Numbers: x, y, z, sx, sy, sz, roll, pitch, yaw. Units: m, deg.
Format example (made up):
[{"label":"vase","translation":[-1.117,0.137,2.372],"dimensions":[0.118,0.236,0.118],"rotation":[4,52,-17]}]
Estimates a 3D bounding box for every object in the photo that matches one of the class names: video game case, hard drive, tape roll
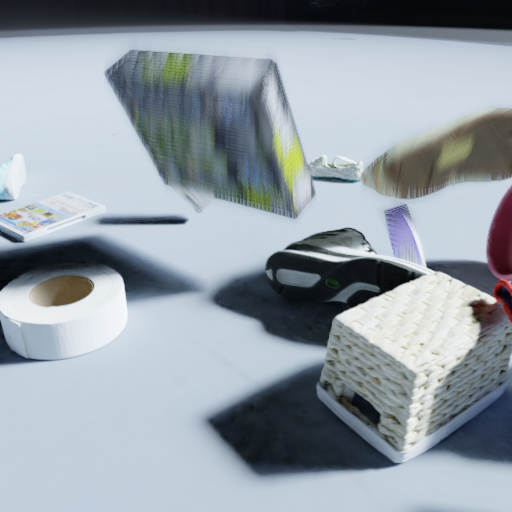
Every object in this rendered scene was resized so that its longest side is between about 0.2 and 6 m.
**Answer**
[{"label":"video game case","translation":[-3.891,-0.762,10.462],"dimensions":[1.230,0.155,1.718],"rotation":[21,34,34]},{"label":"hard drive","translation":[-0.901,-1.641,10.169],"dimensions":[1.478,1.032,0.280],"rotation":[-45,12,1]},{"label":"tape roll","translation":[-2.488,0.672,7.264],"dimensions":[1.569,0.549,1.569],"rotation":[0,28,0]}]

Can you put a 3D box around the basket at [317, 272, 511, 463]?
[{"label":"basket","translation":[1.717,1.049,5.911],"dimensions":[1.835,1.132,1.244],"rotation":[-18,33,-32]}]

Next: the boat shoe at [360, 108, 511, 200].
[{"label":"boat shoe","translation":[2.869,-1.534,8.276],"dimensions":[2.918,1.046,1.111],"rotation":[-13,9,-20]}]

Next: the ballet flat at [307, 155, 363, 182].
[{"label":"ballet flat","translation":[1.662,-1.990,12.457],"dimensions":[1.538,0.552,0.552],"rotation":[8,29,17]}]

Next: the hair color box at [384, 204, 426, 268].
[{"label":"hair color box","translation":[2.167,-0.136,8.070],"dimensions":[0.382,0.644,1.178],"rotation":[-17,38,19]}]

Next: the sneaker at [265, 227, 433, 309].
[{"label":"sneaker","translation":[1.646,0.119,7.806],"dimensions":[2.725,1.029,1.568],"rotation":[14,32,29]}]

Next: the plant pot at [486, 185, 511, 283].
[{"label":"plant pot","translation":[4.452,-0.256,8.081],"dimensions":[1.504,1.680,1.680],"rotation":[15,27,-4]}]

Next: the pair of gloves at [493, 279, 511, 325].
[{"label":"pair of gloves","translation":[3.683,1.459,4.875],"dimensions":[3.070,0.435,3.818],"rotation":[22,25,-8]}]

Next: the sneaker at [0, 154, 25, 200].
[{"label":"sneaker","translation":[-5.298,-1.701,11.733],"dimensions":[0.714,0.645,1.744],"rotation":[-1,27,-12]}]

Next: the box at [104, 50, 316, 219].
[{"label":"box","translation":[-0.651,-1.752,7.987],"dimensions":[2.734,2.190,0.605],"rotation":[18,59,36]}]
